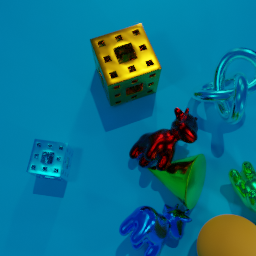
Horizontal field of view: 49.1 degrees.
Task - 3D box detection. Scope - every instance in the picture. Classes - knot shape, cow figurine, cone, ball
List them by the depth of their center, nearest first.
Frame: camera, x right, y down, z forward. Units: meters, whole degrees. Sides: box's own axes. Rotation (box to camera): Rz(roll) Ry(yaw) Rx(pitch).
[{"bbox_3d":[2.034,2.390,5.498,1.331,1.331,1.331,0,72,0],"label":"ball"},{"bbox_3d":[0.630,1.969,5.806,1.409,1.432,0.786,-46,37,-21],"label":"cow figurine"},{"bbox_3d":[2.911,1.643,6.219,0.825,1.479,1.503,-29,39,-3],"label":"cow figurine"},{"bbox_3d":[0.856,0.236,6.431,0.826,1.506,1.482,43,68,-24],"label":"cow figurine"},{"bbox_3d":[0.995,1.079,6.499,1.259,1.254,1.254,11,70,32],"label":"cone"},{"bbox_3d":[2.369,-0.875,6.504,0.829,1.795,1.680,31,43,-31],"label":"knot shape"}]

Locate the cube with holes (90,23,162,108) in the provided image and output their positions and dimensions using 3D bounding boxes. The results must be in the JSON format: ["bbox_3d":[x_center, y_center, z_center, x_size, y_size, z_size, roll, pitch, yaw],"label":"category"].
[{"bbox_3d":[-0.065,-1.500,6.970,1.288,1.288,1.288,-19,73,-6],"label":"cube with holes"}]

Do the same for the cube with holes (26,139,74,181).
[{"bbox_3d":[-1.773,0.765,6.517,0.761,0.761,0.761,7,72,2],"label":"cube with holes"}]
